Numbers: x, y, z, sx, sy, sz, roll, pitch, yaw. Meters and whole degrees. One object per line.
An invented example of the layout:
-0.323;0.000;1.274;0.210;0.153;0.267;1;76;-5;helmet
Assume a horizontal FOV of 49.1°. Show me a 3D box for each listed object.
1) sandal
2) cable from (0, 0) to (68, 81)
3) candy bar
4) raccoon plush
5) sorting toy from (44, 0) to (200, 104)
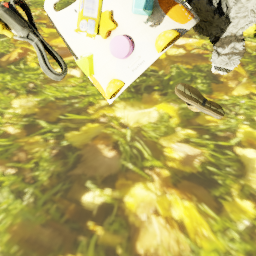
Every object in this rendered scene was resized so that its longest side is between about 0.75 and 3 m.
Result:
1.203;-0.426;4.825;0.950;0.259;0.388;31;49;4;sandal
-1.383;-1.266;3.918;1.444;0.363;0.701;45;46;-16;cable
-0.320;-1.395;2.589;0.274;1.100;0.122;4;10;-22;candy bar
1.713;-2.660;5.482;1.413;2.921;1.957;3;66;4;raccoon plush
-0.285;-1.463;3.926;1.698;1.886;1.008;47;23;-5;sorting toy
